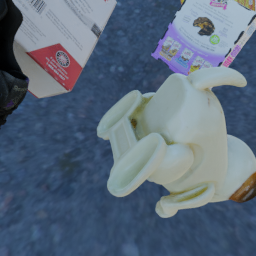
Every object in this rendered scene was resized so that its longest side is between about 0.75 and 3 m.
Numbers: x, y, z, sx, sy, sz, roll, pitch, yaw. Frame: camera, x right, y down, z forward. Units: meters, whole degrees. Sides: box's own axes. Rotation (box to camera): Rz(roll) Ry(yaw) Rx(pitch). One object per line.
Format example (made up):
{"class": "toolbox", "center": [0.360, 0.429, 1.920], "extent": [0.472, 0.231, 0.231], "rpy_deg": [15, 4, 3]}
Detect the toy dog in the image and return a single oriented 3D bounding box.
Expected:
{"class": "toy dog", "center": [0.928, 0.289, 3.971], "extent": [2.093, 2.159, 1.506], "rpy_deg": [-48, 34, 11]}

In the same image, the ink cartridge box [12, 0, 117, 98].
{"class": "ink cartridge box", "center": [-1.475, -2.122, 5.125], "extent": [1.052, 1.863, 2.538], "rpy_deg": [-5, 53, 39]}

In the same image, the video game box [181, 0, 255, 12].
{"class": "video game box", "center": [2.171, -3.887, 6.872], "extent": [0.593, 2.532, 2.307], "rpy_deg": [-35, 37, -21]}

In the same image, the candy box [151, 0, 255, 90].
{"class": "candy box", "center": [1.147, -1.358, 4.273], "extent": [1.062, 1.266, 0.453], "rpy_deg": [43, 23, 23]}

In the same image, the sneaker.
{"class": "sneaker", "center": [-1.804, -0.269, 3.265], "extent": [1.181, 2.698, 1.022], "rpy_deg": [5, 12, 5]}
